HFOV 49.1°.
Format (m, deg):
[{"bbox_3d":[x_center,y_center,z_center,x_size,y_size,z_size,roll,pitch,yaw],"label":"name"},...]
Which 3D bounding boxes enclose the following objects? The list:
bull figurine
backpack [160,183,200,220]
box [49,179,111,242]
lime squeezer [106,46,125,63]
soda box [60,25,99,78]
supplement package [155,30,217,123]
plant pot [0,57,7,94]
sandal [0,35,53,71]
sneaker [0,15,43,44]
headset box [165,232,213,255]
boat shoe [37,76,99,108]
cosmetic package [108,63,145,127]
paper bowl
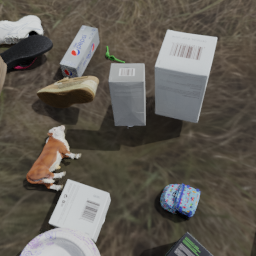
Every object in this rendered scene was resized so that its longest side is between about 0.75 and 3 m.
[{"bbox_3d":[-2.238,0.903,8.634,1.228,0.659,2.022,20,63,11],"label":"bull figurine"},{"bbox_3d":[1.469,2.017,8.026,1.006,0.676,0.918,23,64,13],"label":"backpack"},{"bbox_3d":[-1.283,2.297,7.774,1.283,0.839,1.277,16,63,9],"label":"box"},{"bbox_3d":[-0.620,-2.808,10.959,0.392,0.210,1.111,-20,57,-45],"label":"lime squeezer"},{"bbox_3d":[-1.794,-2.880,10.652,0.675,0.727,2.129,16,63,9],"label":"soda box"},{"bbox_3d":[1.607,-1.408,8.171,1.388,2.374,1.393,13,64,12],"label":"supplement package"},{"bbox_3d":[-4.854,-1.672,9.351,1.217,2.637,2.637,15,56,-31],"label":"plant pot"},{"bbox_3d":[-4.148,-2.668,10.690,2.878,0.649,1.081,-24,58,4],"label":"sandal"},{"bbox_3d":[-4.446,-3.744,11.107,2.222,0.828,0.968,-24,69,-12],"label":"sneaker"},{"bbox_3d":[1.109,3.488,6.688,0.861,1.616,1.857,40,67,20],"label":"headset box"},{"bbox_3d":[-1.977,-1.220,9.245,2.390,0.852,0.771,0,54,30],"label":"boat shoe"},{"bbox_3d":[0.024,-0.853,7.675,0.932,1.745,0.787,1,53,3],"label":"cosmetic package"},{"bbox_3d":[-1.601,3.471,6.842,1.980,1.030,1.980,-2,78,8],"label":"paper bowl"}]
